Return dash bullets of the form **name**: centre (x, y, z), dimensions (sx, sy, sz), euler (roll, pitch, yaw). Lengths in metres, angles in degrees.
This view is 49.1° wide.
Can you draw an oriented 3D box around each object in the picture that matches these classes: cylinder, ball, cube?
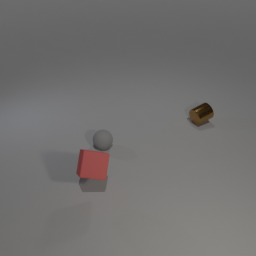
- **cylinder**: centre (2.914, -0.561, 11.144), dimensions (0.700, 0.700, 0.700), euler (-27, 39, -15)
- **ball**: centre (-0.874, 0.402, 9.738), dimensions (0.700, 0.700, 0.700), euler (0, 32, 0)
- **cube**: centre (-0.948, 0.969, 7.490), dimensions (0.700, 0.700, 0.700), euler (10, -4, -17)
